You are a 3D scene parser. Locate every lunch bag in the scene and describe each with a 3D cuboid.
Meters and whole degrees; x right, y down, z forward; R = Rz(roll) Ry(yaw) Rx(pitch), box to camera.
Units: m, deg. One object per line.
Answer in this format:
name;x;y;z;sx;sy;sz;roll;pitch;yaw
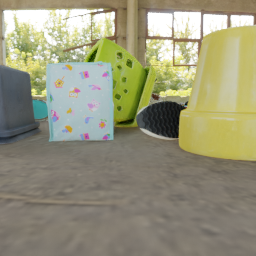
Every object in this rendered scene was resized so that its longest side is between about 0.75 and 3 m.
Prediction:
lunch bag;-1.076;-0.623;6.395;1.505;1.767;1.078;-2;7;-7

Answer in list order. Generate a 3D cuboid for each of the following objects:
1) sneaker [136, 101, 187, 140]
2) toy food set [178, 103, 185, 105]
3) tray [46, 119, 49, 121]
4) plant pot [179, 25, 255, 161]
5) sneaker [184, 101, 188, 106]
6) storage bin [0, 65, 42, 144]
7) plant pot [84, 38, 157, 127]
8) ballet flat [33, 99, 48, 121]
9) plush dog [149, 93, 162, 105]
sneaker;1.233;-0.117;6.995;2.580;0.908;1.206;-7;-11;-27
toy food set;1.661;-0.588;12.039;1.661;0.699;2.314;-10;0;26
tray;-2.491;-0.461;12.242;2.016;0.224;1.083;-1;5;-12
plant pot;2.062;-0.636;5.110;2.213;2.082;2.213;0;5;0
sneaker;3.053;-0.652;10.521;1.107;0.931;2.823;2;4;-9
storage bin;-3.288;-0.613;6.810;1.824;1.683;2.506;0;5;0
plant pot;-0.444;-1.098;8.276;1.915;2.099;2.110;19;-6;-19
ballet flat;-4.218;-0.711;12.090;2.743;0.948;0.976;2;-13;20
plush dog;0.443;-0.590;9.978;1.826;1.465;1.569;26;3;37
